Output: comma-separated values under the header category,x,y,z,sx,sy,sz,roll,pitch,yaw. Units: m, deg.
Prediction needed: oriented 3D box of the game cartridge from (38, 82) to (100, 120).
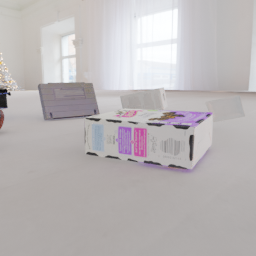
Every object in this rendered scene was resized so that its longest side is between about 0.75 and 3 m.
category,x,y,z,sx,sy,sz,roll,pitch,yaw
game cartridge,-2.932,-1.398,14.042,2.864,1.857,0.550,-7,-17,-34

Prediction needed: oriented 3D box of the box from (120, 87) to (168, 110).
category,x,y,z,sx,sy,sz,roll,pitch,yaw
box,0.885,-1.388,14.813,2.106,1.120,1.604,-10,7,18

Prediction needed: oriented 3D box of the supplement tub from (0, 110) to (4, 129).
category,x,y,z,sx,sy,sz,roll,pitch,yaw
supplement tub,-5.305,-0.433,9.567,0.977,0.977,1.828,9,-9,41

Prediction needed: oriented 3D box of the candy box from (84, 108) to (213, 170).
category,x,y,z,sx,sy,sz,roll,pitch,yaw
candy box,0.621,0.123,7.366,2.764,0.989,2.318,5,12,25

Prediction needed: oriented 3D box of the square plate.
category,x,y,z,sx,sy,sz,roll,pitch,yaw
square plate,3.758,-0.761,10.791,1.250,1.262,0.180,-10,49,26

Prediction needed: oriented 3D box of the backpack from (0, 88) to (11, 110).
category,x,y,z,sx,sy,sz,roll,pitch,yaw
backpack,-7.041,-1.175,13.195,2.109,1.706,2.214,10,7,17
